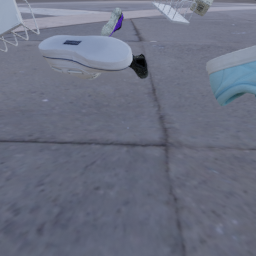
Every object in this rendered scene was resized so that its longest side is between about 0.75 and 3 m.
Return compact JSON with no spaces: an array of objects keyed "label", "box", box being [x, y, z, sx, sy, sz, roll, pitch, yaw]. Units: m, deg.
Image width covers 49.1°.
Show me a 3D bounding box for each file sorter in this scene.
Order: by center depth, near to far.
[{"label":"file sorter","box":[-3.022,-2.457,6.676,1.463,1.015,0.911,-22,-7,14]},{"label":"file sorter","box":[1.600,-4.236,9.583,0.875,0.785,1.261,-9,51,-35]}]

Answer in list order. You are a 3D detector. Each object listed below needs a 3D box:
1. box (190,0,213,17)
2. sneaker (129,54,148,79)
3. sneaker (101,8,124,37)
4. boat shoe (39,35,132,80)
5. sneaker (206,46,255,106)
[{"label":"box","box":[2.762,-4.776,9.679,0.569,1.664,0.684,27,-13,-4]},{"label":"sneaker","box":[0.153,-1.613,6.577,0.350,0.525,0.917,-30,60,-16]},{"label":"sneaker","box":[-0.438,-3.204,8.881,0.369,1.062,0.528,32,2,24]},{"label":"boat shoe","box":[-0.665,-1.113,4.586,1.835,0.600,0.675,21,54,34]},{"label":"sneaker","box":[2.442,-0.865,4.359,0.925,1.025,2.502,-14,3,-37]}]
